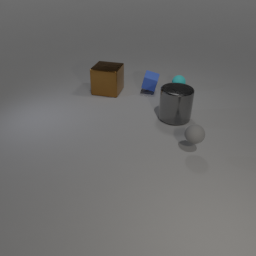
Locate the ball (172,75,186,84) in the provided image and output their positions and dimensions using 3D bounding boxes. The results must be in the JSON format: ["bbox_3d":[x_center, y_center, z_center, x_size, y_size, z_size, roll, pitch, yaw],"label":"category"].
[{"bbox_3d":[2.636,-2.385,14.539,0.700,0.700,0.700,0,31,0],"label":"ball"}]

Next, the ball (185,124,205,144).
[{"bbox_3d":[2.339,0.212,9.799,0.700,0.700,0.700,0,31,0],"label":"ball"}]

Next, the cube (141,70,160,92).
[{"bbox_3d":[1.145,-2.399,14.285,0.700,0.700,0.700,17,43,2],"label":"cube"}]

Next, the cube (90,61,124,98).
[{"bbox_3d":[-1.054,-2.544,14.506,1.400,1.400,1.400,8,32,12],"label":"cube"}]

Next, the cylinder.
[{"bbox_3d":[2.053,-1.048,12.008,1.400,1.400,1.400,1,31,-1],"label":"cylinder"}]
